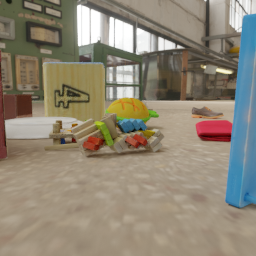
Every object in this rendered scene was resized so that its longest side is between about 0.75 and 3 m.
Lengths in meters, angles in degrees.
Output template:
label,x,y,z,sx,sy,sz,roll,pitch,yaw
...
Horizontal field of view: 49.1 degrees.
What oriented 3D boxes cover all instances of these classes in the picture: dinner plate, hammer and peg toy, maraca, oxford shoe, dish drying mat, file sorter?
label,x,y,z,sx,sy,sz,roll,pitch,yaw
dinner plate,-2.229,-0.052,7.176,2.746,0.333,2.746,-1,8,0
hammer and peg toy,-0.995,0.101,5.119,0.938,0.450,1.276,-1,7,-9
maraca,0.126,-0.389,7.474,1.112,0.868,1.622,28,25,35
oxford shoe,3.171,-0.628,11.221,1.290,0.470,0.460,4,8,28
dish drying mat,2.127,0.037,6.749,0.949,0.225,2.471,1,8,12
file sorter,2.114,-0.088,2.417,2.205,1.530,1.353,-5,12,-37

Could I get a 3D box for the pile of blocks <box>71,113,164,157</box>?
label,x,y,z,sx,sy,sz,roll,pitch,yaw
pile of blocks,-0.063,0.096,4.383,1.565,0.642,0.486,-3,7,-25

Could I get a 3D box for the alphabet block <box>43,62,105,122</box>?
label,x,y,z,sx,sy,sz,roll,pitch,yaw
alphabet block,-1.706,-1.143,9.408,1.886,1.921,1.876,-1,8,-3

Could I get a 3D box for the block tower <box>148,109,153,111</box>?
label,x,y,z,sx,sy,sz,roll,pitch,yaw
block tower,0.531,-0.633,11.819,0.366,0.342,1.268,8,10,43

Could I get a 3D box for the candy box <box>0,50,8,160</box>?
label,x,y,z,sx,sy,sz,roll,pitch,yaw
candy box,-2.946,-0.397,4.539,2.703,1.577,0.763,5,9,40

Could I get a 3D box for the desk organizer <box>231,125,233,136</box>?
label,x,y,z,sx,sy,sz,roll,pitch,yaw
desk organizer,2.271,0.209,4.019,1.435,0.515,0.553,1,4,6

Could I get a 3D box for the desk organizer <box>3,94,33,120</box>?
label,x,y,z,sx,sy,sz,roll,pitch,yaw
desk organizer,-4.750,-0.764,10.302,2.471,0.951,0.886,3,7,21
